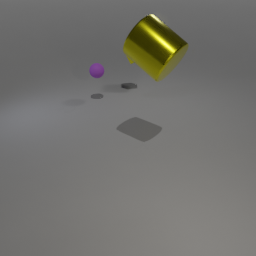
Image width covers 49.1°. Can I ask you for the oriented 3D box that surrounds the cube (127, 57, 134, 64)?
[{"bbox_3d":[0.269,-3.762,14.086,0.700,0.700,0.700,-25,28,11],"label":"cube"}]

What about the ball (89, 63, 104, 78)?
[{"bbox_3d":[-1.463,-2.692,13.161,0.700,0.700,0.700,0,29,0],"label":"ball"}]

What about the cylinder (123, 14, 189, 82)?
[{"bbox_3d":[0.810,-2.333,8.264,1.400,1.400,1.400,43,41,9],"label":"cylinder"}]
